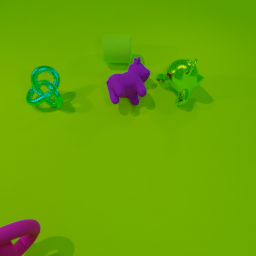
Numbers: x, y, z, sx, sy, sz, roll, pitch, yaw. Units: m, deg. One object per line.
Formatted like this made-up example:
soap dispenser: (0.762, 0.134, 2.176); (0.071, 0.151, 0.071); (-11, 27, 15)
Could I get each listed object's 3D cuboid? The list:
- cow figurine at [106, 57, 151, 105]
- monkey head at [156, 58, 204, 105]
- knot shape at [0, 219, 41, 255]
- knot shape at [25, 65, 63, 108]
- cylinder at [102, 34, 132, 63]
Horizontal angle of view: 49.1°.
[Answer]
cow figurine: (0.001, -1.589, 9.194); (1.716, 0.942, 1.688); (-2, 60, -31)
monkey head: (1.688, -1.524, 9.080); (1.150, 1.908, 1.373); (37, 66, -24)
knot shape: (-2.666, 2.522, 5.694); (1.911, 2.042, 0.944); (-34, 24, -16)
knot shape: (-2.751, -1.196, 8.995); (1.311, 0.647, 1.401); (-20, 92, 19)
cylinder: (-0.375, -2.880, 10.205); (0.986, 0.986, 0.986); (2, 53, 3)
